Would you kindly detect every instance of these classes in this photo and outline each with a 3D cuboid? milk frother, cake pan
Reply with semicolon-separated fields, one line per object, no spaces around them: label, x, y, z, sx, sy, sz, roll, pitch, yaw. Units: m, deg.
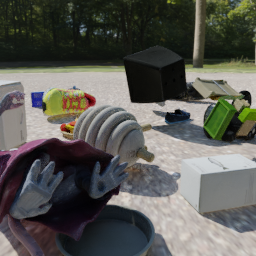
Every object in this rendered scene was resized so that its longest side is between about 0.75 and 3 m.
milk frother;2.718;-0.421;7.607;1.250;1.385;1.302;-19;23;-41
cake pan;-0.263;1.299;3.342;1.168;0.214;1.168;0;15;0

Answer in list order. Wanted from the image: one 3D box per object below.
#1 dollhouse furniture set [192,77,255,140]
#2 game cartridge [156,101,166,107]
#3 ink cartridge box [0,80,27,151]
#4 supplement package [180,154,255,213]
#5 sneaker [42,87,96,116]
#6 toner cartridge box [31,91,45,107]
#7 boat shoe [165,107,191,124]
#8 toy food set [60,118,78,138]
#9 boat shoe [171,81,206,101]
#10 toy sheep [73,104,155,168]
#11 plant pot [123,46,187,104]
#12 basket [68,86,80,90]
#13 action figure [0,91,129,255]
dollhouse furniture set;2.156;-0.485;6.551;0.998;0.765;1.524;2;37;-24
game cartridge;0.768;-1.524;10.923;0.319;1.051;1.577;-42;53;-12
ink cartridge box;-3.760;-0.360;6.918;2.202;1.592;0.927;3;15;11
supplement package;1.431;0.823;4.334;1.073;0.630;0.627;-4;15;-15
sneaker;-2.132;-1.012;10.521;1.206;1.043;2.670;9;17;22
toner cartridge box;-3.547;-1.291;12.304;1.346;0.639;0.291;-4;15;-18
boat shoe;1.747;-0.444;9.502;0.527;0.430;1.253;12;19;39
toy food set;-1.193;-0.032;8.069;1.494;0.367;1.509;12;19;38
boat shoe;2.720;-1.796;13.597;2.965;1.037;0.982;10;26;35
toy sheep;-0.293;0.187;5.532;2.009;1.385;1.385;18;23;35
plant pot;0.948;-1.562;8.643;1.515;1.519;1.348;-27;32;-28
basket;-2.367;-1.381;12.391;0.651;0.825;0.936;-5;-3;-23
action figure;-1.433;0.785;3.979;2.850;1.909;2.122;-3;53;41
